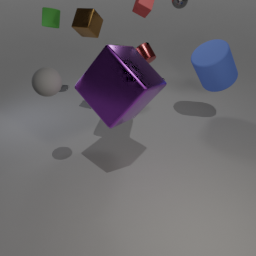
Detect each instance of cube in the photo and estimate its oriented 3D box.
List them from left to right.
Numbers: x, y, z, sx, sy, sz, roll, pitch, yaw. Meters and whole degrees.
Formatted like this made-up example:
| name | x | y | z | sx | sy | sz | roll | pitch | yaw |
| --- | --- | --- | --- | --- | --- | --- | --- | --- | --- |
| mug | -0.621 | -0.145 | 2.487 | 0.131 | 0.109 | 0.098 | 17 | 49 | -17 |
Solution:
| name | x | y | z | sx | sy | sz | roll | pitch | yaw |
| --- | --- | --- | --- | --- | --- | --- | --- | --- | --- |
| cube | -1.373 | -3.569 | 9.540 | 0.700 | 0.700 | 0.700 | 13 | -6 | 25 |
| cube | -0.158 | -1.064 | 7.004 | 1.400 | 1.400 | 1.400 | 49 | 29 | 7 |
| cube | 0.714 | -5.681 | 12.934 | 0.700 | 0.700 | 0.700 | 22 | -19 | -18 |

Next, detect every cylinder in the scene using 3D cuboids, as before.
| name | x | y | z | sx | sy | sz | roll | pitch | yaw |
| --- | --- | --- | --- | --- | --- | --- | --- | --- | --- |
| cylinder | -3.114 | -4.443 | 11.320 | 0.700 | 0.700 | 0.700 | 7 | 16 | -2 |
| cylinder | 0.739 | -3.146 | 11.918 | 0.700 | 0.700 | 0.700 | -28 | -6 | -3 |
| cylinder | 3.257 | -2.327 | 10.534 | 1.400 | 1.400 | 1.400 | -20 | 45 | 22 |

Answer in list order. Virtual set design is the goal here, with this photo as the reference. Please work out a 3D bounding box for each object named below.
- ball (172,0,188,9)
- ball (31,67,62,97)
| name | x | y | z | sx | sy | sz | roll | pitch | yaw |
| --- | --- | --- | --- | --- | --- | --- | --- | --- | --- |
| ball | 2.219 | -5.483 | 11.987 | 0.700 | 0.700 | 0.700 | 0 | 30 | 0 |
| ball | -1.944 | -1.099 | 6.711 | 0.700 | 0.700 | 0.700 | 0 | 30 | 0 |
